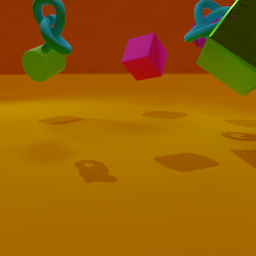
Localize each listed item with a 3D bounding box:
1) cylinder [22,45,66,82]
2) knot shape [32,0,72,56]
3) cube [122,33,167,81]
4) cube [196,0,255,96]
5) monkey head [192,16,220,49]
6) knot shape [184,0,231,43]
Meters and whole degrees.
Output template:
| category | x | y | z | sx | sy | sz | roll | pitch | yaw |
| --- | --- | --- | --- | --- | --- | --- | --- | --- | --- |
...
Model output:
| category | x | y | z | sx | sy | sz | roll | pitch | yaw |
| --- | --- | --- | --- | --- | --- | --- | --- | --- | --- |
| cylinder | -2.960 | -2.345 | 9.967 | 1.115 | 1.115 | 1.115 | 5 | 32 | 24 |
| knot shape | -1.418 | -1.901 | 5.185 | 0.522 | 1.057 | 1.130 | -15 | 29 | -18 |
| cube | 0.682 | -2.792 | 11.142 | 1.218 | 1.218 | 1.218 | -4 | -31 | 34 |
| cube | 2.417 | -1.686 | 5.715 | 1.348 | 1.348 | 1.348 | 38 | -3 | 7 |
| monkey head | 2.932 | -3.303 | 9.596 | 1.157 | 1.921 | 1.382 | 34 | 63 | 32 |
| knot shape | 2.209 | -2.816 | 7.751 | 1.448 | 1.548 | 0.715 | -31 | -34 | 8 |
